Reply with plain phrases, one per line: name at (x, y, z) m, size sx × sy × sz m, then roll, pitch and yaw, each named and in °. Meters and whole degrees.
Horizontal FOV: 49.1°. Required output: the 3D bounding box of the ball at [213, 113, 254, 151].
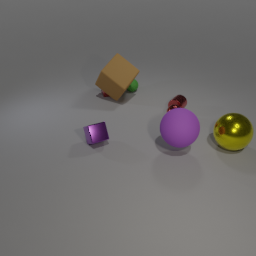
ball at (3.872, 0.132, 10.326) m, size 1.400 × 1.400 × 1.400 m, roll 0°, pitch 31°, yaw 0°

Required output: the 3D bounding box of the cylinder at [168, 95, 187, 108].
cylinder at (2.324, -1.122, 13.120) m, size 0.700 × 0.700 × 0.700 m, roll 18°, pitch 35°, yaw 27°

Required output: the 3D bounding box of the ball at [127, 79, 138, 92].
ball at (0.213, -2.308, 15.098) m, size 0.700 × 0.700 × 0.700 m, roll 0°, pitch 31°, yaw 0°

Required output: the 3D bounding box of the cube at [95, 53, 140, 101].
cube at (-0.539, -2.461, 13.701) m, size 1.400 × 1.400 × 1.400 m, roll 38°, pitch 64°, yaw -4°

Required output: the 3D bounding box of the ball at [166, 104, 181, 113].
ball at (2.033, -0.686, 12.228) m, size 0.700 × 0.700 × 0.700 m, roll 0°, pitch 31°, yaw 0°

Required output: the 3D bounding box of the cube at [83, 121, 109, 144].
cube at (-1.217, 0.190, 10.694) m, size 0.700 × 0.700 × 0.700 m, roll -15°, pitch 2°, yaw -24°

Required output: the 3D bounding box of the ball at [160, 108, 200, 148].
ball at (1.824, -0.007, 9.890) m, size 1.400 × 1.400 × 1.400 m, roll 0°, pitch 31°, yaw 0°

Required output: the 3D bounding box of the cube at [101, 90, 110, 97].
cube at (-1.020, -2.119, 14.794) m, size 0.700 × 0.700 × 0.700 m, roll -8°, pitch 32°, yaw -13°
